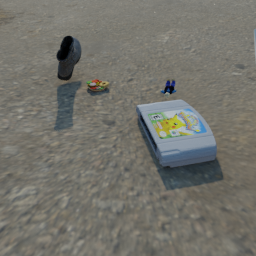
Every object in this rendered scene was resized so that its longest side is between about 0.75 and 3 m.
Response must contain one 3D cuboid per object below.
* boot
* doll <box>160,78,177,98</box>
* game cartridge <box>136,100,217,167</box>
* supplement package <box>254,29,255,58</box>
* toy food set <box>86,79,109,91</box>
[{"bbox_3d":[-2.252,-3.078,10.939,0.775,1.463,2.222,8,61,-8],"label":"boot"},{"bbox_3d":[1.429,-1.372,9.860,0.635,0.225,0.930,-2,45,21],"label":"doll"},{"bbox_3d":[1.427,0.016,8.356,1.797,0.545,2.695,-6,37,-13],"label":"game cartridge"},{"bbox_3d":[4.529,-1.229,7.438,1.942,1.956,2.577,-6,73,25],"label":"supplement package"},{"bbox_3d":[-1.183,-1.661,10.785,0.784,0.193,0.792,-29,47,-34],"label":"toy food set"}]
